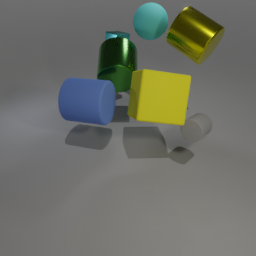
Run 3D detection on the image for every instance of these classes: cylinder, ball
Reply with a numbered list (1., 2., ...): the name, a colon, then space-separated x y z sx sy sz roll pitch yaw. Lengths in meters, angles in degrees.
1. cylinder: 2.248 -3.094 9.415 1.400 1.400 1.400 40 43 14
2. ball: 0.903 -4.248 11.207 1.400 1.400 1.400 0 30 0
3. cylinder: 2.004 -0.021 8.195 0.700 0.700 0.700 21 30 32
4. cylinder: -1.264 -0.855 8.930 1.400 1.400 1.400 7 31 16
5. cylinder: -0.364 -2.218 9.921 1.400 1.400 1.400 0 58 0

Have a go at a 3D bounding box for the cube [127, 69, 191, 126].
1. cube: 0.860 -0.914 8.271 1.400 1.400 1.400 6 8 -12

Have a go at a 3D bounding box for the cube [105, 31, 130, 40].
1. cube: -0.428 -3.441 11.151 0.700 0.700 0.700 -18 35 -39
